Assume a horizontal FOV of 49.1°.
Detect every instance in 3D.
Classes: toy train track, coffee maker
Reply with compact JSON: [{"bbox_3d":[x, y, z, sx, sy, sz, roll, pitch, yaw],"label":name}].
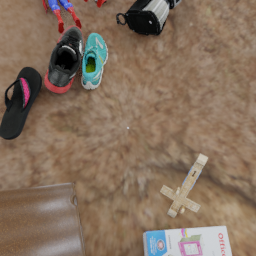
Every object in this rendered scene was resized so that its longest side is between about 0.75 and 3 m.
[{"bbox_3d":[1.271,1.303,6.083,0.921,0.261,1.606,28,106,11],"label":"toy train track"},{"bbox_3d":[0.656,-3.696,8.394,1.504,1.055,1.566,28,68,12],"label":"coffee maker"}]

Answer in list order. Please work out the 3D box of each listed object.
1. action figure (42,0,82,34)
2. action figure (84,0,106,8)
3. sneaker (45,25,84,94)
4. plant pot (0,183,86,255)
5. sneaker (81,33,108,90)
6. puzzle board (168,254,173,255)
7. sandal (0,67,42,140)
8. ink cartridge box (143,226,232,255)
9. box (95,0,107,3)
[{"bbox_3d":[-2.264,-4.072,8.778,0.866,0.684,2.647,-20,70,-13],"label":"action figure"},{"bbox_3d":[-0.384,-4.991,8.753,0.852,1.292,2.611,28,55,11],"label":"action figure"},{"bbox_3d":[-1.587,-2.025,7.527,0.783,1.082,2.214,20,62,-16],"label":"sneaker"},{"bbox_3d":[-2.024,2.146,5.209,2.375,2.399,2.399,-9,66,-12],"label":"plant pot"},{"bbox_3d":[-0.942,-1.954,7.794,0.699,0.718,1.803,1,65,0],"label":"sneaker"},{"bbox_3d":[1.063,3.154,4.980,1.834,0.160,1.382,32,99,-16],"label":"puzzle board"},{"bbox_3d":[-2.821,-0.779,7.205,0.843,0.506,2.245,-6,58,19],"label":"sandal"},{"bbox_3d":[1.217,2.685,5.681,1.683,0.712,1.216,-3,65,-5],"label":"ink cartridge box"},{"bbox_3d":[-0.895,-4.485,9.167,0.384,0.288,0.767,-1,68,-1],"label":"box"}]
